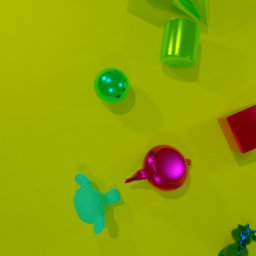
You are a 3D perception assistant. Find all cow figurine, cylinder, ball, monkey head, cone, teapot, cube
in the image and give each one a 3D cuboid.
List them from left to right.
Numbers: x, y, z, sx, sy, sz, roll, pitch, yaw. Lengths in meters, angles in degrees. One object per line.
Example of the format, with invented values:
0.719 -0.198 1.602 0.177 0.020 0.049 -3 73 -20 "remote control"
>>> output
-0.831 1.948 7.446 1.173 0.982 1.630 -26 66 -2 "monkey head"
-0.452 -1.162 7.716 0.993 0.993 0.993 0 86 0 "ball"
0.878 1.135 7.554 2.035 0.996 1.265 -12 71 -22 "teapot"
1.436 -2.310 7.769 1.033 1.033 1.033 8 86 1 "cylinder"
1.998 -3.358 7.945 1.131 1.131 1.135 -33 101 -2 "cone"
2.939 3.203 7.327 0.701 1.277 1.257 36 104 2 "cow figurine"
3.204 -0.007 7.561 1.033 1.033 1.033 -24 88 4 "cube"
